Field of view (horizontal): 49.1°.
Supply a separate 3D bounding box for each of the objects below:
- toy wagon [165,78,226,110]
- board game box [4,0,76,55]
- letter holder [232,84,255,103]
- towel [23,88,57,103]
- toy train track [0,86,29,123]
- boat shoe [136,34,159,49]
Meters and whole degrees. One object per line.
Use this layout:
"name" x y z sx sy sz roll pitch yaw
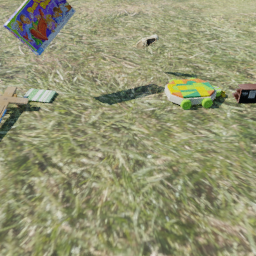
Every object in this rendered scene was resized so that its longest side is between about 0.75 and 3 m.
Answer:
"toy wagon" 2.884 -1.551 11.812 2.550 0.504 1.978 -5 37 -6
"board game box" -3.221 -4.061 10.374 2.243 1.508 0.502 -55 36 -8
"letter holder" 5.145 -1.531 11.674 1.301 0.654 0.925 -1 34 -1
"towel" -3.752 -1.370 11.890 1.211 0.142 0.924 6 37 7
"toy train track" -4.768 -0.544 10.551 1.686 0.478 2.940 5 42 -5
"boat shoe" 0.838 -3.895 12.774 1.189 0.429 0.386 -13 25 33
